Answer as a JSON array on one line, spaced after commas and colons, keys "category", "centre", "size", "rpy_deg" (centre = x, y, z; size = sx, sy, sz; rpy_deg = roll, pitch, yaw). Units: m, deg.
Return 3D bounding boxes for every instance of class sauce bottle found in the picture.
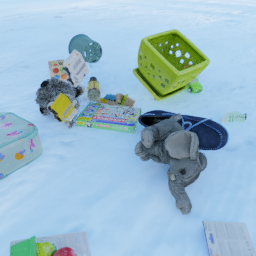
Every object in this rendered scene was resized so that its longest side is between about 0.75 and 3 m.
[{"category": "sauce bottle", "centre": [-1.459, -1.739, 11.974], "size": [0.559, 0.559, 1.727], "rpy_deg": [-3, 31, -5]}]

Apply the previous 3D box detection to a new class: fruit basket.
[{"category": "fruit basket", "centre": [-1.388, 2.548, 5.099], "size": [1.492, 0.699, 1.382], "rpy_deg": [5, 28, -23]}]

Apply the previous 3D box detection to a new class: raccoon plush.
[{"category": "raccoon plush", "centre": [-2.004, -1.094, 10.354], "size": [1.863, 1.345, 2.780], "rpy_deg": [27, 40, 24]}]

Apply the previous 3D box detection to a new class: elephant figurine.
[{"category": "elephant figurine", "centre": [1.351, 0.788, 7.173], "size": [1.532, 1.680, 2.165], "rpy_deg": [-2, 28, -45]}]

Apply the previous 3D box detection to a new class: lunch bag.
[{"category": "lunch bag", "centre": [-4.030, 0.553, 7.767], "size": [2.201, 1.058, 2.745], "rpy_deg": [25, 40, 34]}]

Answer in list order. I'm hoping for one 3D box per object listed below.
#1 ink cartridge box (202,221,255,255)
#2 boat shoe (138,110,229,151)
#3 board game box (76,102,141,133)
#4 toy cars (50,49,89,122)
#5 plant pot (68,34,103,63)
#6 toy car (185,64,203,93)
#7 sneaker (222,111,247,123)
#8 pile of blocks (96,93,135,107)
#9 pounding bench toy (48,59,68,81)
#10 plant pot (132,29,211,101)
[{"category": "ink cartridge box", "centre": [2.044, 2.326, 5.718], "size": [0.931, 0.202, 0.914], "rpy_deg": [1, 32, 5]}, {"category": "boat shoe", "centre": [1.517, 0.147, 8.484], "size": [2.878, 1.211, 0.988], "rpy_deg": [10, 12, 42]}, {"category": "board game box", "centre": [-0.647, -0.402, 10.047], "size": [2.040, 0.297, 1.373], "rpy_deg": [7, 32, 12]}, {"category": "toy cars", "centre": [-1.545, -0.989, 7.817], "size": [0.557, 2.516, 1.128], "rpy_deg": [32, 34, 7]}, {"category": "plant pot", "centre": [-1.624, -3.084, 11.104], "size": [1.136, 1.136, 1.112], "rpy_deg": [-19, 31, -28]}, {"category": "toy car", "centre": [2.546, -2.282, 12.715], "size": [2.429, 0.542, 2.286], "rpy_deg": [-20, 39, -20]}, {"category": "sneaker", "centre": [3.780, -0.350, 9.865], "size": [0.984, 0.362, 0.580], "rpy_deg": [-20, 31, -33]}, {"category": "pile of blocks", "centre": [-0.439, -1.135, 10.892], "size": [1.601, 0.657, 0.498], "rpy_deg": [8, 33, 13]}, {"category": "pounding bench toy", "centre": [-3.079, -2.754, 13.393], "size": [1.257, 0.781, 0.980], "rpy_deg": [-12, 34, -19]}, {"category": "plant pot", "centre": [1.591, -2.437, 11.375], "size": [2.165, 1.965, 2.154], "rpy_deg": [-26, 68, -36]}]
